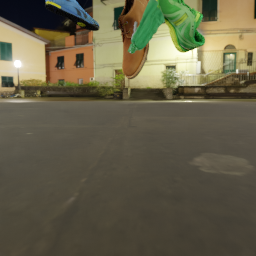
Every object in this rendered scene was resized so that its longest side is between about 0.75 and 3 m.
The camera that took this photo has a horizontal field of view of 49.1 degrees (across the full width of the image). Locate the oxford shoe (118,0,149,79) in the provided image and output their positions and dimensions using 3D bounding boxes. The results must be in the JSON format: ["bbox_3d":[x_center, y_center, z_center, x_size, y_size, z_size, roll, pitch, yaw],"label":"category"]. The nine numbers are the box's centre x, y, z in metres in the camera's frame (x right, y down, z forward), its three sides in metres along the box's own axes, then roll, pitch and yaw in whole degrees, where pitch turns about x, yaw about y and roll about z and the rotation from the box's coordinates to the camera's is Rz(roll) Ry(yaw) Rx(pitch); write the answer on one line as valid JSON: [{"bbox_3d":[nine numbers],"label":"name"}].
[{"bbox_3d":[0.061,-2.966,8.876,1.023,2.872,1.024,15,-15,-42],"label":"oxford shoe"}]

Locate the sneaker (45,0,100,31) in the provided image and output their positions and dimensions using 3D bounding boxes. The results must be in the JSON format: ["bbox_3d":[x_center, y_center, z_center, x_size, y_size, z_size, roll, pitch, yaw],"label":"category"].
[{"bbox_3d":[-1.682,-3.802,8.982,1.878,0.736,0.619,21,-11,-26],"label":"sneaker"}]

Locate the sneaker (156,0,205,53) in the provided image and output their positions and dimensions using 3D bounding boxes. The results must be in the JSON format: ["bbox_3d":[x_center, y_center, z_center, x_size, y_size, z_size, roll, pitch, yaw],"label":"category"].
[{"bbox_3d":[1.386,-2.917,7.154,0.955,0.846,2.285,-2,-30,34],"label":"sneaker"}]

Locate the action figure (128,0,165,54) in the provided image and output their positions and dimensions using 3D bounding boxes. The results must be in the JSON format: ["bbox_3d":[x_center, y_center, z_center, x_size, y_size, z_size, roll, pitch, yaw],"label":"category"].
[{"bbox_3d":[0.332,-2.058,5.916,0.318,1.162,0.686,20,-15,44],"label":"action figure"}]
